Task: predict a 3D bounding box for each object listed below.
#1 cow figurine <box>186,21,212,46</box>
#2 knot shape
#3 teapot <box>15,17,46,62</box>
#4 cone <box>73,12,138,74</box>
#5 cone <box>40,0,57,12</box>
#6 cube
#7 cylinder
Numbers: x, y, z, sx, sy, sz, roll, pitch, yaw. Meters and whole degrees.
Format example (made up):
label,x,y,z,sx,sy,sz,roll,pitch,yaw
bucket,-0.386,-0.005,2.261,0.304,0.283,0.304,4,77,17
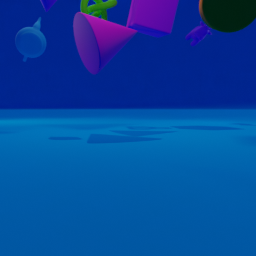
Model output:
label,x,y,z,sx,sy,sz,roll,pitch,yaw
cow figurine,2.954,-3.915,11.470,1.201,0.670,1.220,-34,13,47
knot shape,-0.996,-4.123,9.738,1.344,0.663,1.436,-28,-15,-3
teapot,-2.182,-1.989,6.356,0.664,1.067,0.523,20,20,-23
cone,-0.431,-2.535,7.865,1.652,1.645,1.645,-22,13,-22
cone,-1.967,-3.597,6.981,1.623,1.623,1.629,-2,-32,-23
cube,0.829,-4.051,9.801,1.330,1.330,1.330,10,10,-14
cylinder,1.844,-2.303,5.166,1.000,1.000,1.000,1,21,11
